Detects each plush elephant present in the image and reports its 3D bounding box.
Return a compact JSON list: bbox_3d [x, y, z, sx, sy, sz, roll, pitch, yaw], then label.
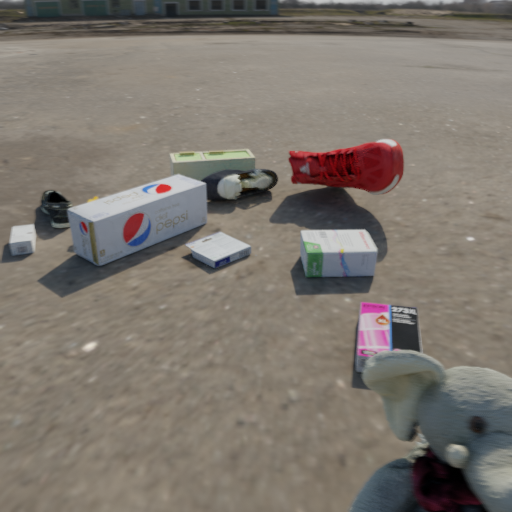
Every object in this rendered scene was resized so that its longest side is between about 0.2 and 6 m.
[{"bbox_3d":[1.870,1.958,4.684,2.318,2.179,2.814,2,27,4],"label":"plush elephant"}]

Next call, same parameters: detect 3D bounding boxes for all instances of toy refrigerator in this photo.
[{"bbox_3d":[-1.134,-2.318,14.525,2.118,0.741,0.804,-6,28,-12],"label":"toy refrigerator"}]

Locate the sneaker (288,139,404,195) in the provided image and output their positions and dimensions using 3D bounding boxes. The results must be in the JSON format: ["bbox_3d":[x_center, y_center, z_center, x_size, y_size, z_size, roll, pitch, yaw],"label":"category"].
[{"bbox_3d":[1.814,-1.919,12.713,1.830,1.241,3.167,-6,2,-20],"label":"sneaker"}]

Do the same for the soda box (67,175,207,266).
[{"bbox_3d":[-2.300,-0.794,11.345,0.899,0.961,2.823,23,35,37],"label":"soda box"}]

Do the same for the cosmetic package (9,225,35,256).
[{"bbox_3d":[-4.649,-0.326,11.169,0.422,0.307,0.830,-9,30,-17],"label":"cosmetic package"}]

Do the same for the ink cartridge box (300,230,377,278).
[{"bbox_3d":[1.500,-0.054,10.359,1.282,0.561,0.931,-3,28,-2],"label":"ink cartridge box"}]

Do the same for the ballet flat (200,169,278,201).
[{"bbox_3d":[-0.370,-1.725,13.372,2.090,0.763,0.763,-13,30,-28],"label":"ballet flat"}]

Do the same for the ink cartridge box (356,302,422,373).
[{"bbox_3d":[1.978,1.118,8.384,0.879,0.344,1.857,5,25,10],"label":"ink cartridge box"}]

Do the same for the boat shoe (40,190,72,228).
[{"bbox_3d":[-4.455,-1.201,12.560,0.642,0.604,1.788,-15,30,-24],"label":"boat shoe"}]

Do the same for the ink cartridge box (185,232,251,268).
[{"bbox_3d":[-0.744,-0.123,10.889,0.942,0.192,0.943,-22,35,-36],"label":"ink cartridge box"}]

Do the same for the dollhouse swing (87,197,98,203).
[{"bbox_3d":[-3.206,-0.860,11.765,0.646,0.711,0.625,7,26,14],"label":"dollhouse swing"}]
